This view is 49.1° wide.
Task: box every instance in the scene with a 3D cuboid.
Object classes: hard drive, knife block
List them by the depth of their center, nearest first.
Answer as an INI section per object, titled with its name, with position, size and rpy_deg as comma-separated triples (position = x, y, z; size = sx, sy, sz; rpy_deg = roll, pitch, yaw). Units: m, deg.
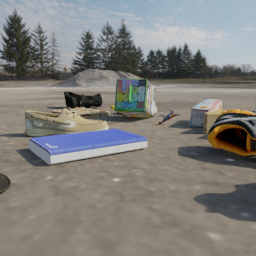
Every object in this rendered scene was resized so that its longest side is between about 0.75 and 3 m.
[hard drive]
position = -0.967, 0.374, 6.833
size = 2.413, 0.306, 1.592
rpy_deg = -7, 12, -33
[knife block]
position = 3.616, -0.199, 9.031
size = 1.788, 0.652, 2.037
rpy_deg = 6, 11, 37

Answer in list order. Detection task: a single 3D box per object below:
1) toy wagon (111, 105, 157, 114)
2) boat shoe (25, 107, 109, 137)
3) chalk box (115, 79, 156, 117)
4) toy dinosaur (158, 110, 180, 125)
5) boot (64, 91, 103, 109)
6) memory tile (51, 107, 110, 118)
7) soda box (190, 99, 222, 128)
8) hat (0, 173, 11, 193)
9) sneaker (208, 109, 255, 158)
[toy wagon]
position = 0.251, -0.927, 13.786
size = 2.233, 0.442, 1.732
rpy_deg = -3, 10, -14
[boat shoe]
position = -1.864, -0.190, 8.514
size = 2.541, 0.825, 0.917
rpy_deg = 0, 10, 1
[chalk box]
position = 0.265, -1.263, 11.712
size = 1.342, 1.349, 2.168
rpy_deg = 4, -5, 19
[toy dinosaur]
position = 1.453, -0.359, 10.434
size = 0.751, 0.682, 0.394
rpy_deg = 30, 13, 9
[boot]
position = -2.648, -1.650, 16.324
size = 1.780, 0.896, 2.381
rpy_deg = -13, 25, -26
[memory tile]
position = -2.300, -0.759, 13.458
size = 1.980, 0.217, 2.583
rpy_deg = -10, 15, -43
[soda box]
position = 2.989, -0.599, 10.597
size = 0.648, 0.697, 2.039
rpy_deg = 9, 19, 30
[hat]
position = -2.626, 0.679, 4.169
size = 1.659, 0.669, 1.659
rpy_deg = -1, 10, 0
[sneaker]
position = 3.031, 0.248, 5.879
size = 2.851, 1.116, 1.101
rpy_deg = 4, 22, 43
